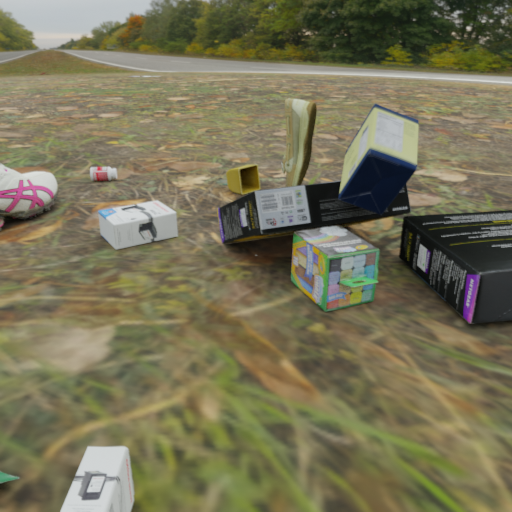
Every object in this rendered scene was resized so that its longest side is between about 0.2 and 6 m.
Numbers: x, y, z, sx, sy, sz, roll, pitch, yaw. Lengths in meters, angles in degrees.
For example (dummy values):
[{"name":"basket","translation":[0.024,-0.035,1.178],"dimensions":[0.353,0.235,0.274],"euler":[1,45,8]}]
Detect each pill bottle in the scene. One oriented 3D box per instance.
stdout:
[{"name":"pill bottle","translation":[-4.351,-2.336,15.988],"dimensions":[0.704,0.395,0.395],"euler":[-2,23,-6]}]

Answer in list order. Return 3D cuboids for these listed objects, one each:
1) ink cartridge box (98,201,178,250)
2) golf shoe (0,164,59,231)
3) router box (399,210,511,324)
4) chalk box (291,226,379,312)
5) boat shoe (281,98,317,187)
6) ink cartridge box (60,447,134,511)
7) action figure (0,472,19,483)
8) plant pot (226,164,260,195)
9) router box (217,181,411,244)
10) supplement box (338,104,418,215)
[{"name":"ink cartridge box","translation":[-2.503,-0.681,11.892],"dimensions":[1.388,0.581,1.007],"euler":[-14,27,-30]},{"name":"golf shoe","translation":[-5.706,-1.534,12.667],"dimensions":[1.244,1.578,3.428],"euler":[6,23,16]},{"name":"router box","translation":[4.766,0.025,9.722],"dimensions":[3.699,0.945,2.759],"euler":[-4,22,-8]},{"name":"chalk box","translation":[1.366,0.248,9.264],"dimensions":[0.986,0.982,1.586],"euler":[-8,25,-21]},{"name":"boat shoe","translation":[0.767,-2.193,11.289],"dimensions":[0.602,1.915,0.698],"euler":[16,37,14]},{"name":"ink cartridge box","translation":[-1.393,2.259,4.921],"dimensions":[0.397,0.691,0.952],"euler":[1,23,1]},{"name":"action figure","translation":[-3.900,2.318,4.764],"dimensions":[1.784,0.826,3.020],"euler":[18,32,29]},{"name":"plant pot","translation":[-0.407,-2.071,15.065],"dimensions":[0.706,0.701,0.722],"euler":[-21,21,-39]},{"name":"router box","translation":[1.026,-0.888,10.979],"dimensions":[3.065,0.800,2.410],"euler":[-9,0,-19]},{"name":"supplement box","translation":[2.049,-1.610,9.400],"dimensions":[0.824,1.227,1.226],"euler":[19,54,-7]}]
